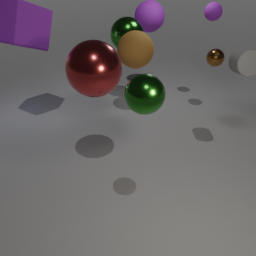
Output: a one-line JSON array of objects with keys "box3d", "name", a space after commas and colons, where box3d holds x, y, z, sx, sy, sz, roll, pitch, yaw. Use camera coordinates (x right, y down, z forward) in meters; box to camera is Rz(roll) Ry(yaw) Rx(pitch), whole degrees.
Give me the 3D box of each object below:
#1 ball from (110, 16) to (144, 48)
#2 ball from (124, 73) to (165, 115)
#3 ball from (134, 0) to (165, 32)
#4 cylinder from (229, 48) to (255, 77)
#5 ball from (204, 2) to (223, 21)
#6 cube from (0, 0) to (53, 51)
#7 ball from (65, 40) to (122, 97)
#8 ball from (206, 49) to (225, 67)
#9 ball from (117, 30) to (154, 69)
[{"box3d": [-0.035, -3.907, 11.701, 1.400, 1.400, 1.400, 0, 29, 0], "name": "ball"}, {"box3d": [0.286, -0.574, 4.778, 0.700, 0.700, 0.700, 0, 29, 0], "name": "ball"}, {"box3d": [0.997, -5.170, 12.984, 1.400, 1.400, 1.400, 0, 29, 0], "name": "ball"}, {"box3d": [3.229, -1.807, 7.704, 0.700, 0.700, 0.700, 0, 19, -1], "name": "cylinder"}, {"box3d": [3.368, -4.592, 11.050, 0.700, 0.700, 0.700, 0, 29, 0], "name": "ball"}, {"box3d": [-3.669, -3.553, 9.712, 1.400, 1.400, 1.400, 18, 14, 32], "name": "cube"}, {"box3d": [-0.841, -1.461, 6.944, 1.400, 1.400, 1.400, 0, 29, 0], "name": "ball"}, {"box3d": [3.474, -2.795, 11.137, 0.700, 0.700, 0.700, 0, 29, 0], "name": "ball"}, {"box3d": [0.289, -2.978, 10.671, 1.400, 1.400, 1.400, 0, 29, 0], "name": "ball"}]
